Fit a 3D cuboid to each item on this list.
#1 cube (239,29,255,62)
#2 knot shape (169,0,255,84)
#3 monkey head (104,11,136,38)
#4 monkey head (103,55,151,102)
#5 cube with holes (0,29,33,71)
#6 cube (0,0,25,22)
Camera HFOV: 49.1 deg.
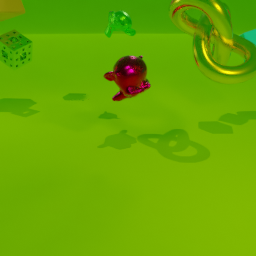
[{"bbox_3d":[3.170,-2.009,6.741,0.738,0.738,0.738,-16,9,15],"label":"cube"},{"bbox_3d":[1.576,-1.831,5.327,1.905,0.941,2.035,37,34,-25],"label":"knot shape"},{"bbox_3d":[-0.259,-2.734,7.461,0.616,0.735,1.022,-4,49,-46],"label":"monkey head"},{"bbox_3d":[-0.057,-1.116,6.358,1.077,0.902,1.497,-21,13,40],"label":"monkey head"},{"bbox_3d":[-3.426,-2.353,8.440,0.734,0.734,0.734,35,49,9],"label":"cube with holes"},{"bbox_3d":[-4.135,-3.867,8.163,1.359,1.359,1.359,-10,19,16],"label":"cube"}]
